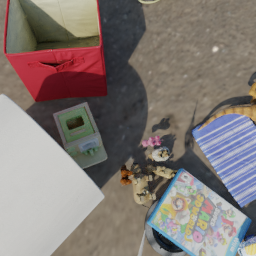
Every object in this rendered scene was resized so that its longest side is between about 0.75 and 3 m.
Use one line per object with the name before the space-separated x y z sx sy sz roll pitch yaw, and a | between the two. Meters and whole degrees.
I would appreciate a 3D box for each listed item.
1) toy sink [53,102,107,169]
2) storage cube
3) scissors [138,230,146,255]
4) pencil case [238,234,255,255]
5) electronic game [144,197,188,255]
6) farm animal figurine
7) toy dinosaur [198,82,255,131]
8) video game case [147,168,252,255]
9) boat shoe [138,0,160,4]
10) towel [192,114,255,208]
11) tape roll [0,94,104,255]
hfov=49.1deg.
toy sink | -1.211 0.214 7.191 0.938 0.806 1.439 -20 69 -8
storage cube | -1.737 -2.198 7.424 2.155 2.266 2.521 -6 68 -3
scissors | 0.033 1.882 3.302 0.472 0.090 1.290 0 95 -39
pencil case | 3.255 3.453 5.677 1.160 1.063 2.557 -10 68 -22
electronic game | 1.047 2.270 6.507 1.382 0.288 1.382 3 75 -13
farm animal figurine | 0.478 1.040 6.941 1.215 0.756 1.504 48 70 -5
toy dinosaur | 3.392 -0.477 7.396 2.823 0.853 1.499 11 65 1
video game case | 1.673 2.142 6.428 2.096 0.187 1.500 37 71 -2
boat shoe | 1.052 -4.600 9.390 1.531 0.496 0.560 -16 68 -7
towel | 2.934 0.634 7.311 1.672 0.275 2.309 -26 70 -10
tape roll | -2.233 1.100 5.624 3.019 3.019 2.073 41 73 15
